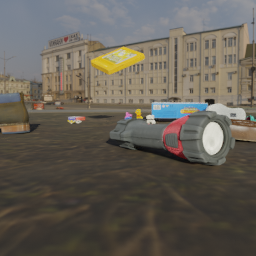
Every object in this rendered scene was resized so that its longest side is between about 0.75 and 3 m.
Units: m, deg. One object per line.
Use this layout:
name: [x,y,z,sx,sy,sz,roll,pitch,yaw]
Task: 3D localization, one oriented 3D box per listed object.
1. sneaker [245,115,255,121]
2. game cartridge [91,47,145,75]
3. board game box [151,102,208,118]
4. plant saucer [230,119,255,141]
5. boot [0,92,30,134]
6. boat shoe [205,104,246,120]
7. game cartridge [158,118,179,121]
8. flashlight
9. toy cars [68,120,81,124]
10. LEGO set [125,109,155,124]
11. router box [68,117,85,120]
sneaker: [5.169,-0.249,11.467,0.729,0.505,1.207,12,10,21]
game cartridge: [-0.488,-2.918,11.984,1.855,0.301,1.635,-28,39,-25]
board game box: [2.795,-1.016,15.621,2.869,0.802,2.809,1,5,8]
plant saucer: [3.264,0.011,7.914,2.263,0.363,2.263,4,10,-1]
boot: [-4.625,-0.495,9.090,2.760,1.338,1.031,-1,5,-10]
boat shoe: [4.777,-0.707,14.198,2.684,0.966,0.882,-3,0,-32]
game cartridge: [2.496,-0.527,15.995,1.392,0.282,0.928,3,3,28]
flashlight: [0.675,0.120,5.154,0.851,0.854,2.513,43,-19,-24]
toy cars: [-2.631,-0.295,13.784,0.358,0.177,0.798,9,6,35]
LEGO set: [0.445,-0.578,13.854,1.725,0.708,0.658,3,6,28]
router box: [-3.080,-0.569,16.833,0.765,0.187,0.687,5,7,44]
